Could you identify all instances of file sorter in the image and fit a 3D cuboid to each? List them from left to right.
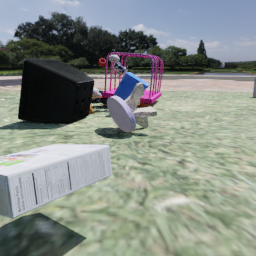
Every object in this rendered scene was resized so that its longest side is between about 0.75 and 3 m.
[{"bbox_3d":[0.356,-2.228,11.928,2.019,1.822,2.906,9,14,12],"label":"file sorter"}]

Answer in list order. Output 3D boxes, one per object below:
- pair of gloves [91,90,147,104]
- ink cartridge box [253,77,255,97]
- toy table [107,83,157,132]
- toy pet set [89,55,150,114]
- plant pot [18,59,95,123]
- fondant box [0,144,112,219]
[{"bbox_3d":[-0.659,-1.337,12.444,2.634,0.366,2.956,0,14,-20],"label":"pair of gloves"},{"bbox_3d":[7.044,-2.107,14.438,1.070,1.051,0.232,12,18,43],"label":"ink cartridge box"},{"bbox_3d":[0.092,-0.480,7.233,0.800,1.255,1.365,-21,42,-19],"label":"toy table"},{"bbox_3d":[-0.566,-1.563,9.742,2.273,1.293,2.435,32,59,2],"label":"toy pet set"},{"bbox_3d":[-2.052,-1.034,8.595,1.595,1.794,1.798,17,17,13],"label":"plant pot"},{"bbox_3d":[-0.838,0.414,2.643,0.847,0.342,1.174,-2,5,35],"label":"fondant box"}]
